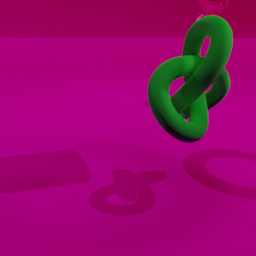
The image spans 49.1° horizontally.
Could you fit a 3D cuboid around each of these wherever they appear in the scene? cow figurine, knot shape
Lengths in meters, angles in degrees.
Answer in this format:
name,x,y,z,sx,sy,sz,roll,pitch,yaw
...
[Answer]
name,x,y,z,sx,sy,sz,roll,pitch,yaw
cow figurine,2.513,-3.611,8.056,0.917,1.671,1.644,31,19,13
knot shape,0.834,-0.632,3.425,0.699,1.416,1.513,21,20,23
